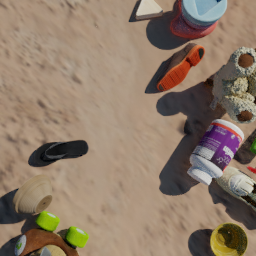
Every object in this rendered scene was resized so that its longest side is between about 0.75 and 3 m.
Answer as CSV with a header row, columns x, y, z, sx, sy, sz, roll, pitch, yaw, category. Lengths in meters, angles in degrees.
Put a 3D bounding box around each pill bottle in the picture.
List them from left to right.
x,y,z,sx,sy,sz,roll,pitch,yaw,category
2.194,0.630,7.153,0.896,0.896,1.594,33,81,6,pill bottle

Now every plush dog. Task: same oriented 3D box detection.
x,y,z,sx,sy,sz,roll,pitch,yaw,category
3.135,-1.230,7.492,1.655,1.546,1.927,-13,107,-17,plush dog

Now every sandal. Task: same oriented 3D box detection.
x,y,z,sx,sy,sz,roll,pitch,yaw,category
-1.804,0.585,7.460,1.484,0.318,0.564,-14,79,-3,sandal

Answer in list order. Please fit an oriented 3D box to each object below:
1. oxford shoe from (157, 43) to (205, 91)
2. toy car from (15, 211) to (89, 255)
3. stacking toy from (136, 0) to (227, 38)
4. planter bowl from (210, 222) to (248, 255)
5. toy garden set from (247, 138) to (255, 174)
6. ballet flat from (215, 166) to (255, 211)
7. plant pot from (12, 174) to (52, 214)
x,y,z,sx,sy,sz,roll,pitch,yaw,category
1.383,-1.724,7.910,1.668,0.594,0.605,-42,47,-1,oxford shoe
-1.919,2.943,6.086,1.617,2.049,1.683,26,79,5,toy car
1.631,-4.244,7.992,2.632,1.228,2.908,10,78,2,stacking toy
2.446,2.766,6.955,0.927,0.386,0.927,0,86,0,planter bowl
4.202,1.133,7.070,2.343,0.468,1.953,36,69,7,toy garden set
3.162,1.637,7.079,2.067,0.644,0.697,36,80,7,ballet flat
-2.204,1.713,6.805,0.496,1.075,1.075,32,80,22,plant pot
